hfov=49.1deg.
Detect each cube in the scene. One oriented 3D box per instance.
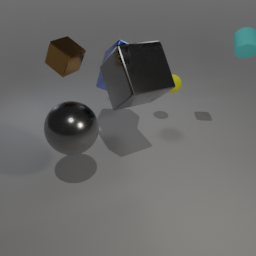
[{"bbox_3d":[0.231,-1.460,7.945,1.400,1.400,1.400,-15,-6,-27],"label":"cube"},{"bbox_3d":[-0.108,-1.960,9.718,1.400,1.400,1.400,18,-9,-22],"label":"cube"},{"bbox_3d":[-1.698,-1.934,7.575,0.700,0.700,0.700,39,42,9],"label":"cube"}]

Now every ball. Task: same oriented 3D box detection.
[{"bbox_3d":[1.707,-1.712,10.822,0.700,0.700,0.700,0,30,0],"label":"ball"},{"bbox_3d":[-1.460,0.002,7.284,1.400,1.400,1.400,0,30,0],"label":"ball"}]

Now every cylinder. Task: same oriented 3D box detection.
[{"bbox_3d":[3.795,-2.738,9.030,0.700,0.700,0.700,4,65,6],"label":"cylinder"}]
